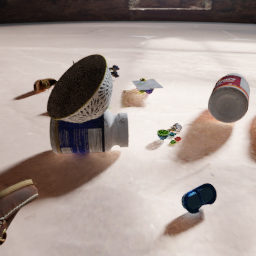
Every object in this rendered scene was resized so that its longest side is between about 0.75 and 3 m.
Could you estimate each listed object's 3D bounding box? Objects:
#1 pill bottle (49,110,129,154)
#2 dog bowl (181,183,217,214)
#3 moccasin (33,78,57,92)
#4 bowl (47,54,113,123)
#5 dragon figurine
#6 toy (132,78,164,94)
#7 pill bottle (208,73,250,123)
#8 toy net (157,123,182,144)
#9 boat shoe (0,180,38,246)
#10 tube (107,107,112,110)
[{"bbox_3d":[-1.112,0.090,8.421,2.254,1.305,1.305,-2,26,-5],"label":"pill bottle"},{"bbox_3d":[1.576,1.568,6.288,0.886,0.494,0.220,-22,-3,-21],"label":"dog bowl"},{"bbox_3d":[-4.090,-2.148,13.884,0.614,0.581,1.590,1,15,21],"label":"moccasin"},{"bbox_3d":[-0.904,-0.708,6.175,1.707,0.801,1.707,-24,45,26],"label":"bowl"},{"bbox_3d":[-1.765,-3.265,15.770,2.853,0.839,1.418,20,33,34],"label":"dragon figurine"},{"bbox_3d":[0.897,-1.949,13.497,1.197,0.491,2.079,-6,25,-5],"label":"toy"},{"bbox_3d":[4.056,-1.299,11.098,1.434,1.434,2.617,10,28,20],"label":"pill bottle"},{"bbox_3d":[1.566,0.101,9.549,0.750,0.276,1.430,15,30,29],"label":"toy net"},{"bbox_3d":[-2.788,1.960,5.210,2.705,0.952,0.951,-31,77,-42],"label":"boat shoe"},{"bbox_3d":[-1.776,-1.018,11.598,2.172,0.564,0.630,20,70,25],"label":"tube"}]
